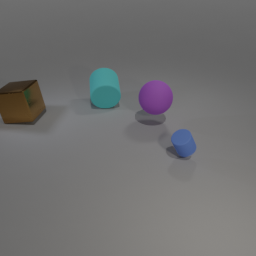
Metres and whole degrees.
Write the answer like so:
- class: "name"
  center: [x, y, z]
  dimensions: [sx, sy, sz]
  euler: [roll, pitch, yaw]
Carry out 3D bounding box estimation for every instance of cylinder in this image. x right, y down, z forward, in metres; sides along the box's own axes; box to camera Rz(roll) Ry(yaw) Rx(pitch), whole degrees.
- class: "cylinder"
  center: [1.903, 0.512, 9.547]
  dimensions: [0.700, 0.700, 0.700]
  euler: [-17, 44, 17]
- class: "cylinder"
  center: [-1.101, -1.887, 13.261]
  dimensions: [1.400, 1.400, 1.400]
  euler: [-4, 46, -6]

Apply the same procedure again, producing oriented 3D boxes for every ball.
- class: "ball"
  center: [1.127, -1.238, 11.413]
  dimensions: [1.400, 1.400, 1.400]
  euler: [0, 30, 0]

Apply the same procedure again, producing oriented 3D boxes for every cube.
- class: "cube"
  center: [-4.645, -1.152, 12.129]
  dimensions: [1.400, 1.400, 1.400]
  euler: [-3, 29, 12]
